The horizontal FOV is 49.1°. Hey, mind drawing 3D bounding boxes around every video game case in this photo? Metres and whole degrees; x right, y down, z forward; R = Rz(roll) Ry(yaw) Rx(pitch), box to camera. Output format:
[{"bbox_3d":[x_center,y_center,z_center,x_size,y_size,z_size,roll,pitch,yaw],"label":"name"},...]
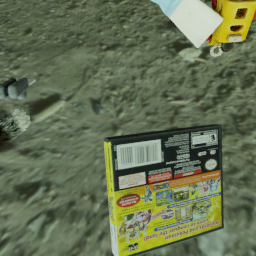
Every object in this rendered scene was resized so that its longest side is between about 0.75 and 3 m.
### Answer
[{"bbox_3d":[0.495,0.716,3.380,1.535,1.387,0.196,-7,7,-23],"label":"video game case"}]

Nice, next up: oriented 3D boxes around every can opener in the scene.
[{"bbox_3d":[-2.333,-0.831,6.002,0.446,0.564,1.696,-5,15,-6],"label":"can opener"}]

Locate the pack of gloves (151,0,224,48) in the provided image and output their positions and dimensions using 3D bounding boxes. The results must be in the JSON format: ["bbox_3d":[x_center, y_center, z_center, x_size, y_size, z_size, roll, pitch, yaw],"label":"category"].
[{"bbox_3d":[1.214,-3.039,5.470,2.245,1.886,0.443,43,49,1],"label":"pack of gloves"}]

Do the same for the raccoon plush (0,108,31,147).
[{"bbox_3d":[-1.788,0.638,3.161,2.035,0.985,1.363,-35,73,-21],"label":"raccoon plush"}]

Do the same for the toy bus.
[{"bbox_3d":[2.152,-2.137,5.939,1.528,1.442,0.790,29,37,-35],"label":"toy bus"}]
